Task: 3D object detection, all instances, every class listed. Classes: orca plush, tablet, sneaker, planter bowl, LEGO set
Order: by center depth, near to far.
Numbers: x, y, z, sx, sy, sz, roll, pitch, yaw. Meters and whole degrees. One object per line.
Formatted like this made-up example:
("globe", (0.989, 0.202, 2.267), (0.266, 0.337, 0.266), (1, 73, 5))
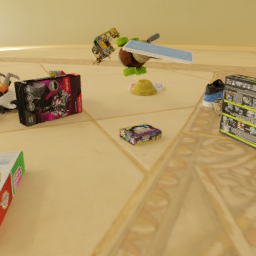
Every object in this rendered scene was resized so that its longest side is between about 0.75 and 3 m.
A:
("tablet", (0.951, -2.319, 8.520), (2.072, 0.141, 1.348), (14, 29, 5))
("orca plush", (-4.668, -1.289, 11.844), (2.720, 1.431, 0.967), (-20, -23, 11))
("LEGO set", (-0.873, -3.453, 12.280), (1.318, 0.993, 1.714), (-33, -1, -29))
("sneaker", (4.293, -1.617, 12.504), (2.051, 1.141, 0.787), (-8, 22, -20))
("planter bowl", (0.838, -2.174, 14.557), (1.371, 0.571, 1.371), (-1, 29, 0))

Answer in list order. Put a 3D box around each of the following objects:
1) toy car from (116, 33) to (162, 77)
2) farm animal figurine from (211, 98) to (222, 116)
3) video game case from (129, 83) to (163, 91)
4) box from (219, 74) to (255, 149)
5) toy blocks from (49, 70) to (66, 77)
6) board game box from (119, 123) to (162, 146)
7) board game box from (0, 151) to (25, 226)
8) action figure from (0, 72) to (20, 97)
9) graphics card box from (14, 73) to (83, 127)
("toy car", (0.644, -3.077, 11.321), (1.867, 1.533, 1.473), (-10, 4, 43))
("farm animal figurine", (3.951, -0.695, 10.700), (1.592, 0.830, 1.575), (-24, 19, -34))
("video game case", (1.028, -2.308, 15.729), (1.861, 0.162, 1.331), (2, 21, 4))
("box", (3.781, -0.414, 8.200), (0.538, 1.947, 2.430), (-10, 22, -23))
("toy blocks", (-3.119, -1.846, 12.479), (1.161, 1.588, 2.324), (-8, 22, -20))
("board game box", (0.388, 0.180, 8.947), (1.083, 0.307, 0.895), (-14, 24, -32))
("board game box", (-3.426, 1.323, 5.545), (2.109, 0.556, 2.757), (-2, 21, -6))
("action figure", (-5.683, -1.336, 10.861), (2.568, 1.343, 2.484), (21, 63, 36))
("graphics card box", (-2.905, -1.134, 10.611), (2.529, 1.587, 0.643), (-18, 29, -42))
